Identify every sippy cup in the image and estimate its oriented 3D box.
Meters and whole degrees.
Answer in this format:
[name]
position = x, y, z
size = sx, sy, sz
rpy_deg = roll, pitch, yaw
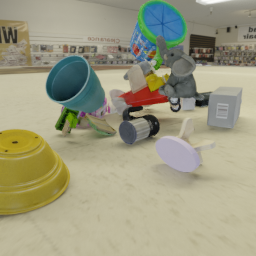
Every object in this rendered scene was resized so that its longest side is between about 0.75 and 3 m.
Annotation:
[sippy cup]
position = 1.000, -3.577, 10.972
size = 2.552, 2.004, 1.870
rpy_deg = -50, 4, -28

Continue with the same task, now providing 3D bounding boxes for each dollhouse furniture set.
[dollhouse furniture set]
position = -1.320, 0.045, 8.821
size = 1.583, 0.794, 1.037
rpy_deg = 18, 17, -36

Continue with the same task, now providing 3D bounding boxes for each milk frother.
[milk frother]
position = 0.128, -0.001, 8.464
size = 1.105, 1.060, 1.175
rpy_deg = -16, -21, -45

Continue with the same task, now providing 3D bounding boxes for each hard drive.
[hard drive]
position = 3.968, -1.491, 14.165
size = 2.386, 0.392, 1.665
rpy_deg = -9, 18, -30

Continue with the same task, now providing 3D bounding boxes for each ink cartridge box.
[ink cartridge box]
position = 2.579, -1.472, 12.921
size = 0.624, 1.037, 1.427
rpy_deg = -2, 16, -7

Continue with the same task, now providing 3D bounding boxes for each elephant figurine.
[elephant figurine]
position = 1.732, -2.018, 9.412
size = 1.493, 1.924, 1.362
rpy_deg = -2, 20, -26

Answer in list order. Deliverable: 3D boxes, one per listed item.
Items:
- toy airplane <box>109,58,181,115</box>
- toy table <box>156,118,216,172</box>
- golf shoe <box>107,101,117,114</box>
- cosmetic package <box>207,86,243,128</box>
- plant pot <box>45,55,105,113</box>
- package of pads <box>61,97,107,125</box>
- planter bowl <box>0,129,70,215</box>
[toy airplane]
position = 0.628, -1.591, 11.058
size = 2.883, 2.043, 2.896
rpy_deg = 6, -16, -32
[toy table]
position = 1.285, 0.445, 6.252
size = 0.745, 1.169, 1.271
rpy_deg = -29, 31, -27
[golf shoe]
position = -0.426, -0.910, 11.918
size = 0.657, 0.541, 1.436
rpy_deg = 8, 19, 16
[cosmetic package]
position = 3.654, -0.843, 10.432
size = 1.010, 1.196, 2.239
rpy_deg = 7, 16, 23
[plant pot]
position = -1.350, -1.092, 7.964
size = 1.418, 1.418, 1.333
rpy_deg = 9, -16, 29
[package of pads]
position = -1.594, -0.713, 10.651
size = 1.289, 0.809, 2.139
rpy_deg = -1, 16, 7
[planter bowl]
position = -2.097, 0.584, 5.236
size = 2.036, 0.848, 2.036
rpy_deg = 8, 26, -4
